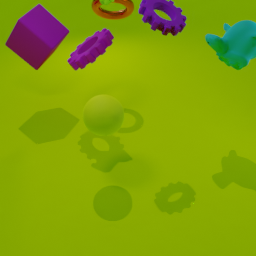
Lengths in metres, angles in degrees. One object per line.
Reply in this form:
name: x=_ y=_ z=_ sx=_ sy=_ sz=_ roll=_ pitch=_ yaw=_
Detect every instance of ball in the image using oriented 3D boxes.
ball: x=-0.539 y=-0.280 z=6.213 sx=0.920 sy=0.920 sz=0.920 roll=0 pitch=36 yaw=0

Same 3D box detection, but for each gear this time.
gear: x=0.748 y=-2.429 z=6.016 sx=1.052 sy=0.194 sz=1.052 roll=12 pitch=56 yaw=-18
gear: x=-1.051 y=-2.200 z=7.815 sx=1.435 sy=0.265 sz=1.435 roll=-28 pitch=34 yaw=21

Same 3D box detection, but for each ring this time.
ring: x=-0.468 y=-3.763 z=8.718 sx=1.337 sy=0.267 sz=1.337 roll=1 pitch=-5 yaw=0

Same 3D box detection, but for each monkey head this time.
monkey head: x=2.584 y=-2.128 z=6.709 sx=1.324 sy=1.109 sz=1.840 roll=28 pitch=14 yaw=-29

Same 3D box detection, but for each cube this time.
cube: x=-2.781 y=-2.790 z=8.652 sx=1.192 sy=1.192 sz=1.192 roll=40 pitch=45 yaw=-18

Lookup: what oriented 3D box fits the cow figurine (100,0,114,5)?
cow figurine: x=-0.816 y=-3.540 z=6.964 sx=1.025 sy=1.041 sz=0.572 roll=25 pitch=87 yaw=23
